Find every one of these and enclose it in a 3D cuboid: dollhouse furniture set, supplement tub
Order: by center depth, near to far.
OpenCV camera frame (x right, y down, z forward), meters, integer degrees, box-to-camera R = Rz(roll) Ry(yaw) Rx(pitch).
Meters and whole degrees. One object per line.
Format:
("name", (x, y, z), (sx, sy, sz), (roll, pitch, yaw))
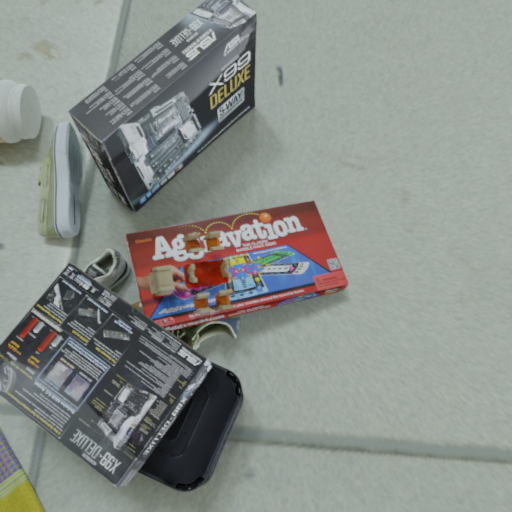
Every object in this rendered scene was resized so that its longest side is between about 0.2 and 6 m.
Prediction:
("dollhouse furniture set", (-1.194, 0.370, 10.271), (1.421, 0.740, 1.437), (-7, 82, -22))
("supplement tub", (-5.918, -3.192, 12.372), (1.902, 1.376, 1.376), (1, 71, 0))

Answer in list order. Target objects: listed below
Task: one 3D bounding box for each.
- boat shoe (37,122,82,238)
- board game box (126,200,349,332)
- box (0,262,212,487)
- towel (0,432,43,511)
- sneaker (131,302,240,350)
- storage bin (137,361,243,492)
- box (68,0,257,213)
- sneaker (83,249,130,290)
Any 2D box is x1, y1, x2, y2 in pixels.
("boat shoe", (-4.309, -1.658, 12.091), (0.822, 0.954, 2.651), (-5, 73, 2))
("board game box", (-0.374, 0.139, 11.223), (4.057, 0.395, 2.089), (-12, 64, -16))
("box", (-2.647, 1.915, 9.361), (3.029, 0.754, 2.388), (32, 74, 11))
("towel", (-5.217, 4.384, 10.268), (1.934, 0.307, 2.693), (-32, 74, -10))
("sneaker", (-1.459, 1.363, 11.053), (2.403, 0.806, 1.079), (-10, 66, -7))
("storage bin", (-1.977, 2.696, 10.258), (3.145, 1.474, 2.126), (22, 72, 8))
("box", (-1.641, -3.027, 11.419), (0.969, 3.072, 3.895), (42, 75, 12))
("sneaker", (-3.432, 0.671, 11.311), (0.763, 0.804, 1.997), (34, 77, 10))
